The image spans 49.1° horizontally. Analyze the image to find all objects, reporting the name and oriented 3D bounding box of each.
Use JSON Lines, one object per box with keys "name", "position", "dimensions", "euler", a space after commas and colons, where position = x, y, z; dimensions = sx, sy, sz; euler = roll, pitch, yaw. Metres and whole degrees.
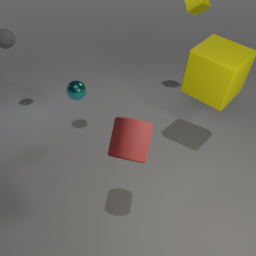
{"name": "ball", "position": [-4.493, -3.259, 10.240], "dimensions": [0.700, 0.700, 0.700], "euler": [0, 31, 0]}
{"name": "cube", "position": [2.778, -5.077, 11.266], "dimensions": [0.700, 0.700, 0.700], "euler": [-8, -8, -45]}
{"name": "ball", "position": [-1.803, -1.311, 9.785], "dimensions": [0.700, 0.700, 0.700], "euler": [0, 31, 0]}
{"name": "cube", "position": [2.571, -1.626, 8.107], "dimensions": [1.400, 1.400, 1.400], "euler": [33, 51, 25]}
{"name": "cylinder", "position": [0.043, 0.217, 5.015], "dimensions": [0.700, 0.700, 0.700], "euler": [11, -5, 1]}
